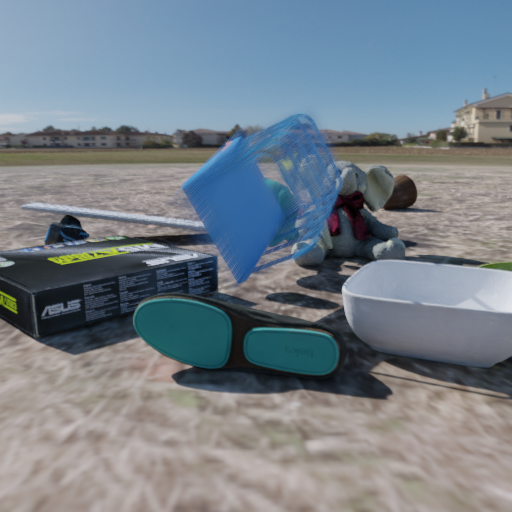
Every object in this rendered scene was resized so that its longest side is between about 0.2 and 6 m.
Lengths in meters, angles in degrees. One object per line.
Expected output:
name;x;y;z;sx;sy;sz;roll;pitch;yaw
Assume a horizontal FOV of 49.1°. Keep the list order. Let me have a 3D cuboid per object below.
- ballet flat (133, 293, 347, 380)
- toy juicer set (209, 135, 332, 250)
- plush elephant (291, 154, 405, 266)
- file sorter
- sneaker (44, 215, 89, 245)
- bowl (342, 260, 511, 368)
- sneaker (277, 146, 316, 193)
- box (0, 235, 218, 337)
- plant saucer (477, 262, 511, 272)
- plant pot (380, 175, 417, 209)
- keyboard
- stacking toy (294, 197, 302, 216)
ballet flat;-0.166;0.863;5.898;2.212;0.752;0.757;12;4;8
toy juicer set;0.245;-1.103;9.825;0.812;1.898;2.983;-8;-9;40
plush elephant;1.770;-1.016;11.296;2.156;2.027;2.618;0;12;2
file sorter;0.226;-0.892;7.454;1.268;1.434;2.067;-21;18;27
sneaker;-4.062;-0.422;12.304;0.753;0.673;1.839;21;10;-10
bowl;2.144;0.647;6.570;2.052;0.766;2.049;4;13;23
sneaker;1.017;-2.118;13.390;0.710;0.790;1.921;-8;24;26
box;-2.534;0.283;8.463;2.893;0.687;2.794;-11;14;-41
plant saucer;4.383;0.458;8.534;2.025;0.315;2.025;1;12;0
plant pot;4.500;-1.997;18.561;1.206;1.128;1.128;-21;21;-28
keyboard;-2.906;-0.885;13.147;4.715;0.251;1.327;6;2;-10
stacking toy;0.775;-0.929;14.336;0.799;0.845;1.456;1;23;6
